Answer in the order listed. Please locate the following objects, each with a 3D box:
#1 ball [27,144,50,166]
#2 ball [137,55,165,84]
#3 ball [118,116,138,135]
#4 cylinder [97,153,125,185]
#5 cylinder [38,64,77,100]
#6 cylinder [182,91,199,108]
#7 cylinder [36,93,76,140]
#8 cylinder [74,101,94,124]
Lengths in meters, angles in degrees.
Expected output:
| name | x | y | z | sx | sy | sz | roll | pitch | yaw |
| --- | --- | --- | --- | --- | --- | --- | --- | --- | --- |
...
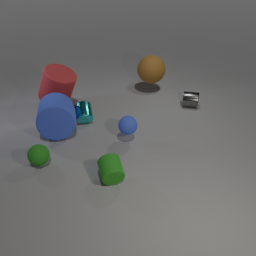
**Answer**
| name | x | y | z | sx | sy | sz | roll | pitch | yaw |
| --- | --- | --- | --- | --- | --- | --- | --- | --- | --- |
| ball | -2.885 | 0.871 | 9.034 | 0.700 | 0.700 | 0.700 | 0 | 30 | 0 |
| ball | 1.166 | -2.930 | 14.024 | 1.400 | 1.400 | 1.400 | 0 | 30 | 0 |
| ball | -0.006 | -0.098 | 10.129 | 0.700 | 0.700 | 0.700 | 0 | 30 | 0 |
| cylinder | -0.508 | 1.231 | 8.364 | 0.700 | 0.700 | 0.700 | -8 | 48 | -14 |
| cylinder | -3.069 | -1.825 | 12.143 | 1.400 | 1.400 | 1.400 | 17 | 38 | -14 |
| cylinder | 2.881 | -1.306 | 12.859 | 0.700 | 0.700 | 0.700 | 7 | 31 | 13 |
| cylinder | -2.732 | -0.460 | 10.653 | 1.400 | 1.400 | 1.400 | -6 | 29 | -11 |
| cylinder | -1.805 | -0.634 | 11.480 | 0.700 | 0.700 | 0.700 | -7 | 62 | -12 |
